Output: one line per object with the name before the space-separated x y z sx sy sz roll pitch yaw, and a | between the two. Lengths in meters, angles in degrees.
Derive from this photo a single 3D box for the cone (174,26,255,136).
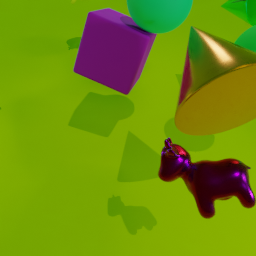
cone | 1.174 -0.943 4.020 1.544 1.544 1.550 -10 60 -10

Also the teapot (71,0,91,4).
teapot | -1.388 -4.949 9.512 1.766 1.098 0.865 -49 27 10

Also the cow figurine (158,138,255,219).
cow figurine | 0.841 0.486 3.130 0.972 0.957 0.534 -20 -3 16

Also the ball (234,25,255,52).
ball | 2.542 -1.208 5.089 1.382 1.382 1.382 0 43 0

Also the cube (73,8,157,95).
cube | -0.236 -1.687 6.041 1.270 1.270 1.270 24 29 2

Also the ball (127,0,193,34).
ball | 0.580 -2.377 5.156 1.212 1.212 1.212 0 43 0

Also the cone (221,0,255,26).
cone | 2.829 -3.141 7.125 1.112 1.112 1.116 -29 31 -27
